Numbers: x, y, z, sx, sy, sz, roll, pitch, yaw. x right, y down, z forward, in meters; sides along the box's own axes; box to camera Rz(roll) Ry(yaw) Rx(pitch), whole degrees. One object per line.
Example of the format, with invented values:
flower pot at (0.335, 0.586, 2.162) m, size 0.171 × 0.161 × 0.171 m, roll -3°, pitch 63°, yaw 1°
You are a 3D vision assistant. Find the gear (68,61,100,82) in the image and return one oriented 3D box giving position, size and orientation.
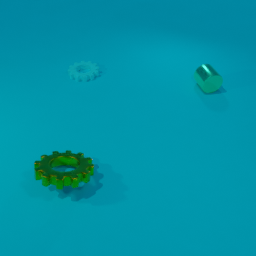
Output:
gear at (-1.669, -2.151, 10.585) m, size 1.157 × 0.214 × 1.157 m, roll 0°, pitch 43°, yaw 0°

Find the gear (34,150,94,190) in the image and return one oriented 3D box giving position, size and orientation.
gear at (-1.556, 0.983, 6.866) m, size 1.413 × 0.261 × 1.413 m, roll 5°, pitch 22°, yaw -2°

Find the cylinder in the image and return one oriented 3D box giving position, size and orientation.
cylinder at (2.778, -1.720, 9.730) m, size 0.752 × 0.752 × 0.752 m, roll -10°, pitch 45°, yaw -11°
